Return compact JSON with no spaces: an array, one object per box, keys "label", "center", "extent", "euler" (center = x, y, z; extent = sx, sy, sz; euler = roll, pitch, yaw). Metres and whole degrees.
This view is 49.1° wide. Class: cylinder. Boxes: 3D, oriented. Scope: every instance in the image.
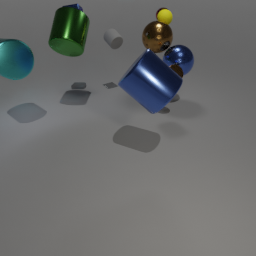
[{"label":"cylinder","center":[0.657,-1.378,8.348],"extent":[1.400,1.400,1.400],"euler":[40,30,-11]},{"label":"cylinder","center":[-0.693,-4.210,13.241],"extent":[0.700,0.700,0.700],"euler":[-19,57,-30]},{"label":"cylinder","center":[1.780,-2.138,11.400],"extent":[0.700,0.700,0.700],"euler":[-16,-5,-25]},{"label":"cylinder","center":[-2.327,-3.790,11.141],"extent":[1.400,1.400,1.400],"euler":[8,-14,2]},{"label":"cylinder","center":[-4.379,-2.538,10.253],"extent":[1.400,1.400,1.400],"euler":[-24,30,-35]}]

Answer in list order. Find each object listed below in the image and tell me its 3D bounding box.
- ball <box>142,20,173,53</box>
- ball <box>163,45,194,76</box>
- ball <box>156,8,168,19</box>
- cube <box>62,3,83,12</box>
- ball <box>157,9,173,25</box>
[{"label":"ball","center":[1.321,-4.089,12.602],"extent":[1.400,1.400,1.400],"euler":[0,30,0]},{"label":"ball","center":[2.247,-3.002,12.542],"extent":[1.400,1.400,1.400],"euler":[0,30,0]},{"label":"ball","center":[1.702,-5.489,13.640],"extent":[0.700,0.700,0.700],"euler":[0,30,0]},{"label":"cube","center":[-2.348,-4.873,12.114],"extent":[0.700,0.700,0.700],"euler":[-6,6,9]},{"label":"ball","center":[1.685,-5.044,12.806],"extent":[0.700,0.700,0.700],"euler":[0,30,0]}]
